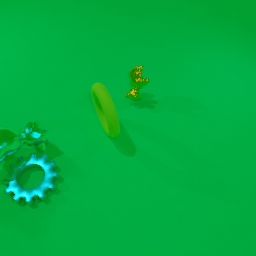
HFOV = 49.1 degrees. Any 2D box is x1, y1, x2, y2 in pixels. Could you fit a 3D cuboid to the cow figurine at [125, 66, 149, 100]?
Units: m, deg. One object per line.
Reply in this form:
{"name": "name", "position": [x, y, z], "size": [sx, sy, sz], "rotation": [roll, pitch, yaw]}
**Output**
{"name": "cow figurine", "position": [0.203, -1.320, 8.409], "size": [0.502, 0.900, 0.914], "rotation": [-13, 78, -47]}

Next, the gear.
{"name": "gear", "position": [-2.428, 1.273, 7.110], "size": [1.331, 0.246, 1.331], "rotation": [0, 55, 0]}

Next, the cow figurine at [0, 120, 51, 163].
{"name": "cow figurine", "position": [-2.934, 0.374, 7.081], "size": [1.637, 0.913, 1.664], "rotation": [1, 26, 15]}

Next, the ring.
{"name": "ring", "position": [-0.611, -0.476, 7.532], "size": [0.305, 1.526, 1.526], "rotation": [-20, 58, -12]}
